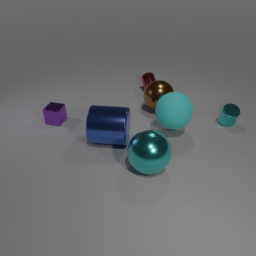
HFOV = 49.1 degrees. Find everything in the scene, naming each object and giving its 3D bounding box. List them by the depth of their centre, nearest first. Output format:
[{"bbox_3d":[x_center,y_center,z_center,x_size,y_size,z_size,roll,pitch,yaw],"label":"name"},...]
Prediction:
[{"bbox_3d":[0.668,0.756,8.816,1.400,1.400,1.400,0,31,0],"label":"ball"},{"bbox_3d":[-0.680,-0.104,10.192,1.400,1.400,1.400,4,31,6],"label":"cylinder"},{"bbox_3d":[1.721,-0.643,10.510,1.400,1.400,1.400,0,31,0],"label":"ball"},{"bbox_3d":[4.118,-0.521,11.399,0.700,0.700,0.700,0,56,0],"label":"cylinder"},{"bbox_3d":[-3.031,-0.590,11.678,0.700,0.700,0.700,7,35,12],"label":"cube"},{"bbox_3d":[1.381,-1.421,12.457,1.400,1.400,1.400,0,31,0],"label":"ball"},{"bbox_3d":[1.103,-2.400,14.529,0.700,0.700,0.700,-7,62,-12],"label":"cylinder"}]
